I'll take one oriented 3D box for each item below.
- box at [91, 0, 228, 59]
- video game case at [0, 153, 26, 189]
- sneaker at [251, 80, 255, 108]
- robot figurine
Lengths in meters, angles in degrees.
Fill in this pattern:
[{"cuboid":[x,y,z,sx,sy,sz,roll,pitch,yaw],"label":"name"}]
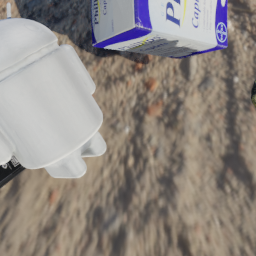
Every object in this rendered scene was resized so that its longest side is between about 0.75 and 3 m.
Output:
[{"cuboid":[0.778,-3.164,6.258,2.988,2.748,1.568,-5,5,-39],"label":"box"},{"cuboid":[-2.957,-0.087,3.950,0.371,2.911,2.631,-24,11,23],"label":"video game case"},{"cuboid":[3.024,-0.455,4.090,2.281,1.011,0.877,8,92,1],"label":"sneaker"},{"cuboid":[-1.474,-0.478,4.452,1.575,2.788,2.365,-11,26,41],"label":"robot figurine"}]
